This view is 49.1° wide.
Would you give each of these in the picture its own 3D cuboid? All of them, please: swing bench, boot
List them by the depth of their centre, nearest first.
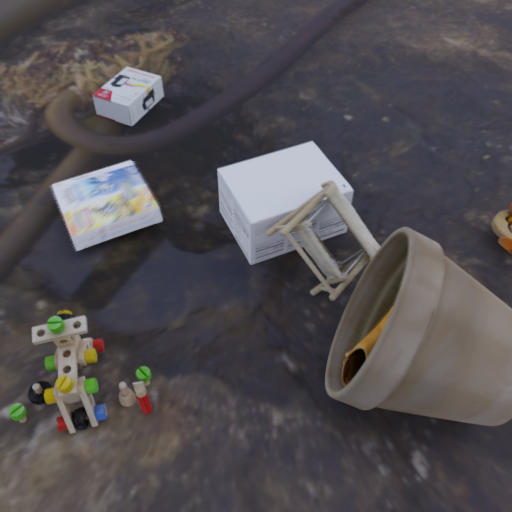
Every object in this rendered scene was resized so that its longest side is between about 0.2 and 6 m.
[{"bbox_3d":[1.746,0.941,6.984,1.234,1.723,0.606,-16,45,-40],"label":"boot"},{"bbox_3d":[1.086,-0.253,8.328,1.297,0.842,1.290,-40,102,-11],"label":"swing bench"}]

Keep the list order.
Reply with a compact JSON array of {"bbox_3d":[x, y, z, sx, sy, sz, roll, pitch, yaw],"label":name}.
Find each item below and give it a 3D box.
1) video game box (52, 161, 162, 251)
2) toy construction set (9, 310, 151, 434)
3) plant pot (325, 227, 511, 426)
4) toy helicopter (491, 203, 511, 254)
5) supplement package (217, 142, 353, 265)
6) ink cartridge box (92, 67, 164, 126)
[{"bbox_3d":[-2.600,-0.924,9.677,1.487,0.382,1.632,-23,46,-15],"label":"video game box"},{"bbox_3d":[-2.182,1.434,7.155,1.683,1.293,1.404,11,50,8],"label":"toy construction set"},{"bbox_3d":[2.268,1.087,7.035,2.033,2.343,2.343,24,52,0],"label":"plant pot"},{"bbox_3d":[4.504,-0.191,9.081,1.479,0.583,0.978,38,55,17],"label":"toy helicopter"},{"bbox_3d":[0.446,-0.921,9.383,1.814,1.006,1.413,-19,52,-16],"label":"supplement package"},{"bbox_3d":[-2.687,-3.396,11.855,0.916,0.520,1.257,20,52,16],"label":"ink cartridge box"}]
